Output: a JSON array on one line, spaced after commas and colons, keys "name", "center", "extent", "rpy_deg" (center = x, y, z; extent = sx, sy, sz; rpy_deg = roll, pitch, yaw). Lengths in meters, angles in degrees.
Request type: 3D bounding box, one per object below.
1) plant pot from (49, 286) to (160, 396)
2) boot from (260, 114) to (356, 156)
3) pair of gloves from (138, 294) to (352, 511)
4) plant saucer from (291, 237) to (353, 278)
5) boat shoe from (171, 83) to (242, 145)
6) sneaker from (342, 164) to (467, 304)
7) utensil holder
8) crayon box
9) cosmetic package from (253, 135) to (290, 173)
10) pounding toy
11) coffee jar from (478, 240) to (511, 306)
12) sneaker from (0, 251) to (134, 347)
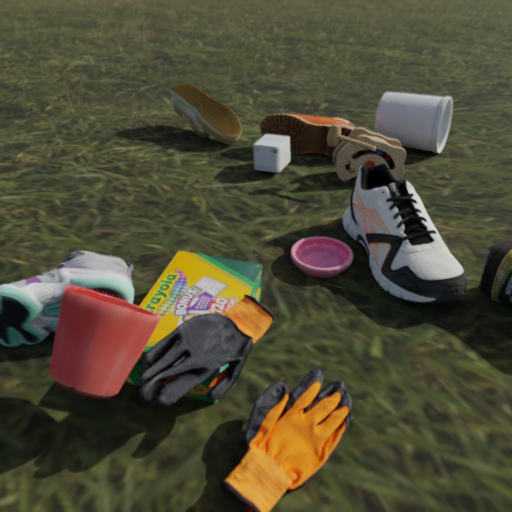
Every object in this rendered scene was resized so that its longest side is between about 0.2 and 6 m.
[{"name": "plant pot", "center": [-1.925, 1.051, 6.862], "extent": [1.213, 1.074, 1.213], "rpy_deg": [20, -4, 1]}, {"name": "boot", "center": [1.456, -3.269, 14.869], "extent": [2.625, 0.985, 1.407], "rpy_deg": [13, 28, 10]}, {"name": "pair of gloves", "center": [-0.073, 1.670, 6.962], "extent": [2.487, 0.307, 2.216], "rpy_deg": [42, 49, 17]}, {"name": "plant saucer", "center": [1.191, 0.045, 10.236], "extent": [1.128, 0.286, 1.128], "rpy_deg": [0, 34, 0]}, {"name": "boat shoe", "center": [-1.394, -3.822, 15.619], "extent": [1.001, 0.898, 2.704], "rpy_deg": [-24, 56, -32]}, {"name": "sneaker", "center": [2.538, -0.480, 10.056], "extent": [1.299, 1.410, 3.525], "rpy_deg": [-9, 36, -16]}, {"name": "utensil holder", "center": [4.123, -3.533, 14.738], "extent": [1.680, 1.428, 1.428], "rpy_deg": [14, 36, 25]}, {"name": "crayon box", "center": [-0.918, 0.945, 8.418], "extent": [1.474, 0.723, 2.481], "rpy_deg": [9, 34, 11]}, {"name": "cosmetic package", "center": [0.389, -2.495, 13.629], "extent": [0.659, 0.660, 0.800], "rpy_deg": [10, 34, 21]}, {"name": "pounding toy", "center": [2.499, -2.183, 13.016], "extent": [2.097, 1.199, 1.203], "rpy_deg": [16, 31, -11]}, {"name": "coffee jar", "center": [4.516, 0.529, 8.830], "extent": [0.829, 1.013, 1.943], "rpy_deg": [-22, 38, -31]}, {"name": "sneaker", "center": [-3.184, 0.538, 8.965], "extent": [2.538, 0.987, 1.775], "rpy_deg": [-5, 25, -5]}]
